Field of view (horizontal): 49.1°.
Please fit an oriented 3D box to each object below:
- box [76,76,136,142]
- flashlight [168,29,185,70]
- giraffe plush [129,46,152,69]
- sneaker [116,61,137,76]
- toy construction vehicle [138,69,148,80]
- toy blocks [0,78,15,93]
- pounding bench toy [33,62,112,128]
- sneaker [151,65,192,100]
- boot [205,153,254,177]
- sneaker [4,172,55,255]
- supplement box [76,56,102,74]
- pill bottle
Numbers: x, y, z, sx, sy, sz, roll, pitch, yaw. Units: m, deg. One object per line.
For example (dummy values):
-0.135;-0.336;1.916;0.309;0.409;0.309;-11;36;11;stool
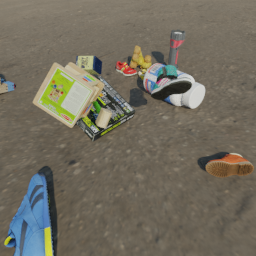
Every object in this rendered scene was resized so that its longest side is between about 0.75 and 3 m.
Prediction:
-1.234;-0.860;11.232;2.221;0.547;2.300;-34;70;-31;box
2.514;-3.962;14.857;0.789;2.331;0.792;4;37;4;flashlight
0.786;-3.724;15.662;1.206;1.488;1.284;16;64;-5;giraffe plush
-0.136;-3.298;15.414;1.461;0.620;0.563;27;43;33;sneaker
1.368;-2.940;14.971;1.539;0.542;1.340;-4;35;-6;toy construction vehicle
-6.987;-2.280;13.547;2.974;1.486;2.033;19;28;23;toy blocks
-1.187;-0.748;7.413;1.858;1.154;1.449;33;15;-2;pounding bench toy
1.379;-1.495;8.557;1.630;0.682;0.984;-13;57;55;sneaker
3.202;1.171;9.178;1.511;0.567;0.810;1;28;-7;boot
-2.542;2.253;7.159;1.162;0.977;2.963;-7;36;-14;sneaker
-1.706;-2.745;12.287;0.882;0.592;0.883;3;-3;15;supplement box
2.073;-1.857;12.628;1.469;1.469;2.618;-26;43;-32;pill bottle
